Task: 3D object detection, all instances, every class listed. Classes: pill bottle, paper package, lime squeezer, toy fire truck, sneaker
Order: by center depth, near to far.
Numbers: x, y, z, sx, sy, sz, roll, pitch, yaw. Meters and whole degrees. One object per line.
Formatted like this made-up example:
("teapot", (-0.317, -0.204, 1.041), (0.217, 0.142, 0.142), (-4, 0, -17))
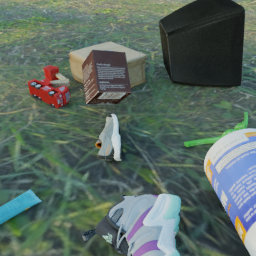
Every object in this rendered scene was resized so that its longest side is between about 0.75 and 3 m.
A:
("sneaker", (0.005, 2.140, 4.951), (1.785, 0.992, 2.552), (4, 26, 9))
("pill bottle", (2.709, 1.463, 5.202), (1.645, 1.645, 2.936), (-5, 36, -7))
("sneaker", (-0.550, 0.205, 7.840), (0.727, 0.678, 1.835), (-6, 36, -1))
("lime squeezer", (3.017, 0.153, 8.205), (2.794, 0.527, 0.987), (-24, 11, -28))
("toy fire truck", (-2.757, -1.587, 10.426), (2.297, 0.560, 1.620), (26, 43, 31))
("paper package", (-0.765, -2.426, 11.067), (2.185, 1.186, 2.293), (-27, 43, -33))

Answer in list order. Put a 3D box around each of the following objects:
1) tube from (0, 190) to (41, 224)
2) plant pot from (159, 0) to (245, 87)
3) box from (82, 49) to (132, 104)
("tube", (-2.512, 1.745, 6.012), (0.470, 0.306, 1.215), (35, 43, 28))
("plant pot", (2.721, -3.323, 11.098), (2.611, 2.944, 2.937), (-10, 36, 2))
("box", (-0.698, -1.544, 8.749), (1.139, 1.127, 1.372), (-2, 77, -27))
